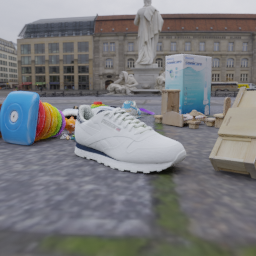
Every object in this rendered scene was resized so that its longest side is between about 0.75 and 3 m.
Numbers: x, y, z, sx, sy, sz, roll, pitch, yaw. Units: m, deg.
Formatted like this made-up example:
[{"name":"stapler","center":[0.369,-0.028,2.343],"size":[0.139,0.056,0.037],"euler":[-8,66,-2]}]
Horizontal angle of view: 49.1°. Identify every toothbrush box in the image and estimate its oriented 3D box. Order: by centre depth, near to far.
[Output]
[{"name":"toothbrush box","center":[3.051,-2.118,14.171],"size":[2.183,2.982,1.272],"euler":[-7,11,-36]}]

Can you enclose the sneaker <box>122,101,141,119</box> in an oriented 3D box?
[{"name":"sneaker","center":[0.187,-0.867,13.112],"size":[0.767,0.809,2.004],"euler":[0,7,9]}]

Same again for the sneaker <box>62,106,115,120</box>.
[{"name":"sneaker","center":[-1.287,-0.233,9.377],"size":[2.180,0.796,0.772],"euler":[-3,26,8]}]

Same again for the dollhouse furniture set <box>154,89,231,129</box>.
[{"name":"dollhouse furniture set","center":[2.255,-0.759,10.480],"size":[1.461,1.248,2.820],"euler":[-7,12,-36]}]

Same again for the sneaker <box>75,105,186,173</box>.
[{"name":"sneaker","center":[-0.110,0.145,5.188],"size":[2.513,1.011,0.960],"euler":[8,9,37]}]

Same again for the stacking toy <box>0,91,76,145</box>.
[{"name":"stacking toy","center":[-2.196,-0.185,7.743],"size":[1.246,1.317,2.270],"euler":[6,-1,32]}]

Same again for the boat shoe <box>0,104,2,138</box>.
[{"name":"boat shoe","center":[-4.042,-0.136,7.194],"size":[0.977,0.978,2.778],"euler":[5,9,13]}]

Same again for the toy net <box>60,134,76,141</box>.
[{"name":"toy net","center":[-1.511,0.234,7.584],"size":[0.780,0.151,0.409],"euler":[5,10,36]}]

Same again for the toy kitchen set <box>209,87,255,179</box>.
[{"name":"toy kitchen set","center":[2.574,0.382,4.804],"size":[1.441,1.594,1.766],"euler":[4,48,43]}]

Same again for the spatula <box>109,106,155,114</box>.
[{"name":"spatula","center":[0.176,-0.999,15.419],"size":[2.584,0.265,0.730],"euler":[6,11,16]}]

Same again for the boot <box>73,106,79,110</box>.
[{"name":"boot","center":[-1.584,-0.406,10.900],"size":[1.166,0.653,1.686],"euler":[3,20,-10]}]

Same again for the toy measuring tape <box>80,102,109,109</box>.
[{"name":"toy measuring tape","center":[-1.901,-1.038,14.708],"size":[2.116,0.778,0.778],"euler":[5,9,32]}]
